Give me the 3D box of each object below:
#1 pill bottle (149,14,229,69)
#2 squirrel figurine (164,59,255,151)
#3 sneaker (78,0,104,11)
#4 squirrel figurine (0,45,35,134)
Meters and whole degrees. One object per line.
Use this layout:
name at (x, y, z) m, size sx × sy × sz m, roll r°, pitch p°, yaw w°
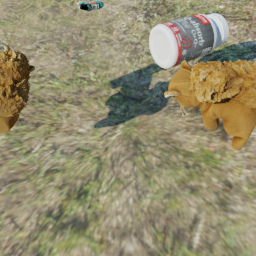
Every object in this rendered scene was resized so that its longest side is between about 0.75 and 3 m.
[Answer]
pill bottle at (1.700, -2.468, 7.747) m, size 2.018 × 1.169 × 1.169 m, roll -23°, pitch 53°, yaw -22°
squirrel figurine at (1.763, -0.787, 5.608) m, size 1.954 × 2.093 × 1.481 m, roll 28°, pitch 77°, yaw 18°
sneaker at (-1.101, -3.641, 8.416) m, size 0.784 × 0.280 × 0.313 m, roll -8°, pitch 50°, yaw -13°
squirrel figurine at (-2.344, -0.897, 5.534) m, size 1.643 × 1.163 × 1.533 m, roll -13°, pitch 48°, yaw 43°
